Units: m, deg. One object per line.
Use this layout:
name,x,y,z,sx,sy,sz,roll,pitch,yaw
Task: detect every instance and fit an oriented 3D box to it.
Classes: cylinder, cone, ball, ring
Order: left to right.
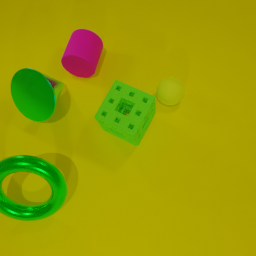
ring,-2.501,1.522,6.925,1.984,1.984,0.397,-4,29,-2
cone,-2.481,-1.226,8.826,1.612,1.612,1.618,24,29,13
cylinder,-1.555,-2.550,9.627,1.183,1.183,1.183,11,64,6
ball,1.359,-1.181,8.994,0.914,0.914,0.914,0,60,0

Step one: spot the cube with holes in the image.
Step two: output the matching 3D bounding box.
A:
cube with holes,-0.026,-0.400,8.214,1.252,1.252,1.252,25,78,13
